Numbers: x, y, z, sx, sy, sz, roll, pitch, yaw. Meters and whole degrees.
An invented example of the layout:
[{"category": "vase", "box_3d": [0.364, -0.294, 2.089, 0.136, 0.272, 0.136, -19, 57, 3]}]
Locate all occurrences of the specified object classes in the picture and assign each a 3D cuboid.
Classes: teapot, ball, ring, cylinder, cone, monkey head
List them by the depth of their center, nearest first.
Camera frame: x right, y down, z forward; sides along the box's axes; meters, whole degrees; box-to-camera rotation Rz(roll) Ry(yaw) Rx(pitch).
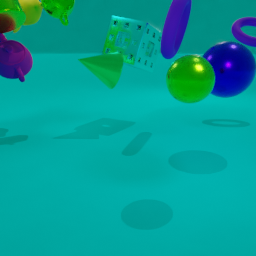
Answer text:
[{"category": "ball", "box_3d": [1.005, -0.786, 4.536, 0.781, 0.781, 0.781, 0, 17, 0]}, {"category": "ball", "box_3d": [2.285, -1.347, 6.516, 1.281, 1.281, 1.281, 0, 17, 0]}, {"category": "cylinder", "box_3d": [-3.574, -3.399, 7.664, 1.156, 1.156, 1.156, -24, -2, -1]}, {"category": "ring", "box_3d": [1.345, -2.831, 7.795, 0.367, 1.833, 1.833, 20, 21, 13]}, {"category": "teapot", "box_3d": [-1.952, -3.716, 7.966, 0.987, 1.588, 0.778, -19, 15, -33]}, {"category": "cone", "box_3d": [-0.914, -1.861, 8.297, 1.188, 1.184, 1.184, 12, 11, -23]}, {"category": "teapot", "box_3d": [-3.554, -2.190, 8.481, 1.201, 1.931, 0.946, -25, -12, -21]}, {"category": "monkey head", "box_3d": [-3.126, -3.716, 8.808, 1.562, 0.941, 1.124, -32, 10, 14]}, {"category": "ring", "box_3d": [4.370, -3.339, 9.701, 1.547, 0.309, 1.547, 1, 53, -1]}]

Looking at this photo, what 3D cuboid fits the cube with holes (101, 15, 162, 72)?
[{"category": "cube with holes", "box_3d": [0.171, -2.766, 9.337, 1.331, 1.331, 1.331, 22, 11, 28]}]
